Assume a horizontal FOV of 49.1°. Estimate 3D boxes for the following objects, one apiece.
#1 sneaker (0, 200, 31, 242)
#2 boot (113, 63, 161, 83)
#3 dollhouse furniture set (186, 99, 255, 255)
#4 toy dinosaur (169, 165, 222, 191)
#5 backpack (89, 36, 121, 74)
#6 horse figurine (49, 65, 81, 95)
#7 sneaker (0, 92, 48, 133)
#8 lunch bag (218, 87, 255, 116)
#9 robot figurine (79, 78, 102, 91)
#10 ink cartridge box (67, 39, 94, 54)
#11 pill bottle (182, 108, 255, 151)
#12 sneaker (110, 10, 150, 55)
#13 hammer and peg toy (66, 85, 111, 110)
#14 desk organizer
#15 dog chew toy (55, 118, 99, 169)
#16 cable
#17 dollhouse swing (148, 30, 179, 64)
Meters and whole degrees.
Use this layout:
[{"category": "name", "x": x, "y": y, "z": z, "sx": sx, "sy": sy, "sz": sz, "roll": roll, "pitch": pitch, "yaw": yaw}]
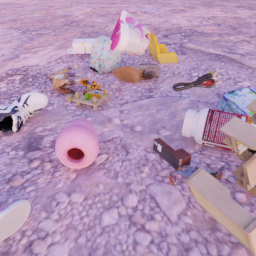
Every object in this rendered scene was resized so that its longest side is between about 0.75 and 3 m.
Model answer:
[{"category": "sneaker", "x": -3.464, "y": 2.304, "z": 6.772, "sx": 1.173, "sy": 0.746, "sz": 2.057, "roll": 18, "pitch": 36, "yaw": 31}, {"category": "boot", "x": 0.572, "y": -3.110, "z": 15.267, "sx": 2.448, "sy": 0.860, "sz": 1.790, "roll": 9, "pitch": 29, "yaw": 9}, {"category": "dollhouse furniture set", "x": 3.288, "y": 1.214, "z": 6.911, "sx": 2.931, "sy": 2.569, "sz": 1.947, "roll": -39, "pitch": 41, "yaw": -8}, {"category": "toy dinosaur", "x": 1.976, "y": 1.523, "z": 8.406, "sx": 1.333, "sy": 0.771, "sz": 1.469, "roll": 7, "pitch": -4, "yaw": 31}, {"category": "backpack", "x": -1.270, "y": -4.150, "z": 15.788, "sx": 1.462, "sy": 1.907, "sz": 1.676, "roll": 25, "pitch": 39, "yaw": 31}, {"category": "horse figurine", "x": -3.202, "y": -2.416, "z": 14.176, "sx": 1.713, "sy": 0.645, "sz": 2.585, "roll": -16, "pitch": 40, "yaw": -3}, {"category": "sneaker", "x": -4.158, "y": -0.502, "z": 10.922, "sx": 2.497, "sy": 0.997, "sz": 1.625, "roll": -18, "pitch": 38, "yaw": -26}, {"category": "lunch bag", "x": 4.854, "y": -0.628, "z": 10.877, "sx": 1.853, "sy": 0.950, "sz": 2.305, "roll": -14, "pitch": 47, "yaw": -23}, {"category": "robot figurine", "x": -1.806, "y": -2.114, "z": 13.638, "sx": 1.259, "sy": 0.913, "sz": 0.366, "roll": 21, "pitch": 81, "yaw": 44}, {"category": "ink cartridge box", "x": -3.127, "y": -5.625, "z": 19.217, "sx": 2.114, "sy": 0.712, "sz": 1.238, "roll": -3, "pitch": 33, "yaw": -5}, {"category": "pill bottle", "x": 3.142, "y": 0.030, "z": 9.778, "sx": 2.310, "sy": 1.305, "sz": 1.305, "roll": 13, "pitch": 35, "yaw": 18}, {"category": "sneaker", "x": 0.098, "y": -2.952, "z": 9.052, "sx": 1.135, "sy": 1.047, "sz": 2.573, "roll": 19, "pitch": 35, "yaw": -14}, {"category": "hammer and peg toy", "x": -1.850, "y": -1.498, "z": 12.793, "sx": 1.839, "sy": 0.649, "sz": 1.353, "roll": 16, "pitch": 36, "yaw": 24}, {"category": "desk organizer", "x": 1.448, "y": 0.812, "z": 9.333, "sx": 0.525, "sy": 0.489, "sz": 1.364, "roll": -16, "pitch": 36, "yaw": -28}, {"category": "dog chew toy", "x": -1.616, "y": 0.372, "z": 9.339, "sx": 1.369, "sy": 1.369, "sz": 2.198, "roll": -1, "pitch": 25, "yaw": -2}, {"category": "cable", "x": 2.203, "y": -1.345, "z": 8.883, "sx": 1.529, "sy": 0.385, "sz": 0.742, "roll": -22, "pitch": 47, "yaw": 19}, {"category": "dollhouse swing", "x": 2.177, "y": -5.209, "z": 17.661, "sx": 1.764, "sy": 1.707, "sz": 1.941, "roll": -8, "pitch": 32, "yaw": -11}]
